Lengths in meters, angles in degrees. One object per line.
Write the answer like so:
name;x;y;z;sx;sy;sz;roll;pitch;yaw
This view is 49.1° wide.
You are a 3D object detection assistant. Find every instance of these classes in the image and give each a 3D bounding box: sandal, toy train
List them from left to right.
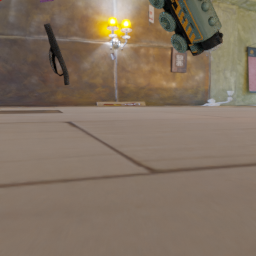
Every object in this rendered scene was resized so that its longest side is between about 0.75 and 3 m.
sandal;-2.732;-2.676;10.489;0.512;2.393;0.910;-21;-2;-9
toy train;1.636;-3.270;7.799;1.186;2.783;1.586;-41;24;-15

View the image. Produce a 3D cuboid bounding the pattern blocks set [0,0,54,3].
pattern blocks set;-2.102;-3.393;6.142;2.013;0.186;2.290;-7;51;-17
